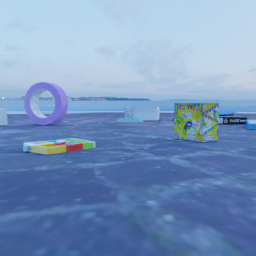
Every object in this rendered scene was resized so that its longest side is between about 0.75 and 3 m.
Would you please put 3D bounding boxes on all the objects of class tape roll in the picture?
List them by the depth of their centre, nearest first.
[{"bbox_3d":[-3.880,-1.156,13.284,2.002,2.002,0.657,1,5,17],"label":"tape roll"}]

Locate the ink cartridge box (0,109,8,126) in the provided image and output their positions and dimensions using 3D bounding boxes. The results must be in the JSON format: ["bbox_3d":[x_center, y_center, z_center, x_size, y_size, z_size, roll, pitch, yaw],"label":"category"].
[{"bbox_3d":[-6.504,-0.464,12.235,1.386,0.796,1.909,3,5,30],"label":"ink cartridge box"}]

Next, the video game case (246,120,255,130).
[{"bbox_3d":[6.091,-0.143,11.672,2.088,0.260,2.917,2,5,21],"label":"video game case"}]

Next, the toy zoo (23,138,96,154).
[{"bbox_3d":[-1.540,0.383,5.973,0.941,0.147,1.434,5,7,42],"label":"toy zoo"}]

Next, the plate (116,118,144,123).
[{"bbox_3d":[0.116,-0.447,15.774,1.577,0.201,1.577,0,6,0],"label":"plate"}]

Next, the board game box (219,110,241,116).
[{"bbox_3d":[4.650,-0.551,15.296,2.840,0.553,2.244,-3,7,33],"label":"board game box"}]

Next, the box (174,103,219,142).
[{"bbox_3d":[1.816,-0.179,7.544,0.635,1.003,1.042,-3,6,-34],"label":"box"}]

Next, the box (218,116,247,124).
[{"bbox_3d":[4.928,-0.412,14.129,1.625,0.399,1.310,0,6,-4],"label":"box"}]

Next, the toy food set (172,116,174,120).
[{"bbox_3d":[3.221,-0.762,17.343,0.955,0.530,1.623,2,4,11],"label":"toy food set"}]

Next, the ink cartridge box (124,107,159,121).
[{"bbox_3d":[0.912,-0.889,17.289,1.965,0.824,1.725,0,4,12],"label":"ink cartridge box"}]
